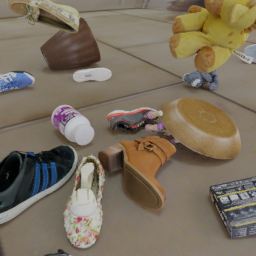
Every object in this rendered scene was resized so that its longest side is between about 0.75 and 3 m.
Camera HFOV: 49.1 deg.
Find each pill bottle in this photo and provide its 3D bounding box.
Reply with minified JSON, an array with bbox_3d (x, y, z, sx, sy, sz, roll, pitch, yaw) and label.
[{"bbox_3d":[-1.590,-0.078,8.146,0.802,0.802,1.429,-21,37,-31],"label":"pill bottle"}]

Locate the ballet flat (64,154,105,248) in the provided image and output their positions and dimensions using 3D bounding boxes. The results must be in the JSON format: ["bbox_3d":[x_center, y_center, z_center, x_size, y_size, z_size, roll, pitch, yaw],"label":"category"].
[{"bbox_3d":[-0.913,1.367,5.848,0.837,0.707,2.213,-3,32,-2],"label":"ballet flat"}]

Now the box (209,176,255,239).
[{"bbox_3d":[2.568,1.528,5.684,1.475,0.362,1.189,-12,30,0],"label":"box"}]

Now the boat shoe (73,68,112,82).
[{"bbox_3d":[-1.556,-2.343,12.215,1.651,0.594,0.566,-12,32,-1],"label":"boat shoe"}]

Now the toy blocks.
[{"bbox_3d":[0.889,0.062,8.038,0.971,1.039,0.874,2,-8,-42],"label":"toy blocks"}]

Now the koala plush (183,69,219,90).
[{"bbox_3d":[2.889,-2.057,11.340,1.199,1.102,1.063,-20,34,-9],"label":"koala plush"}]

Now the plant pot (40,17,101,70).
[{"bbox_3d":[-2.812,-3.706,13.227,2.342,2.189,2.189,-28,38,-12],"label":"plant pot"}]

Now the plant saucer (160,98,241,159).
[{"bbox_3d":[2.142,-0.170,7.884,2.505,0.443,2.505,15,35,-11],"label":"plant saucer"}]

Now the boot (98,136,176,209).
[{"bbox_3d":[0.551,0.842,6.661,1.724,0.821,2.228,-17,38,-33],"label":"boot"}]

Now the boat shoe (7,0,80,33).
[{"bbox_3d":[-2.304,-3.163,7.752,1.967,0.721,0.617,6,70,-21],"label":"boat shoe"}]

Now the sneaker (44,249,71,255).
[{"bbox_3d":[-1.373,2.352,4.601,1.002,0.333,0.453,-23,35,-39],"label":"sneaker"}]

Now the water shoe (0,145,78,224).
[{"bbox_3d":[-2.104,0.943,6.171,0.981,1.082,2.743,16,35,25],"label":"water shoe"}]

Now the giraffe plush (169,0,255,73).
[{"bbox_3d":[2.697,-2.987,7.792,2.709,2.197,2.338,15,67,1],"label":"giraffe plush"}]

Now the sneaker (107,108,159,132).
[{"bbox_3d":[0.206,-0.162,8.680,1.695,0.653,0.694,-7,61,-17],"label":"sneaker"}]

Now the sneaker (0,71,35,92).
[{"bbox_3d":[-4.756,-1.759,11.135,2.058,0.779,0.793,-7,45,-2],"label":"sneaker"}]

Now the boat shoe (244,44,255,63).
[{"bbox_3d":[7.084,-3.720,14.311,2.530,0.931,0.845,8,14,-1],"label":"boat shoe"}]
